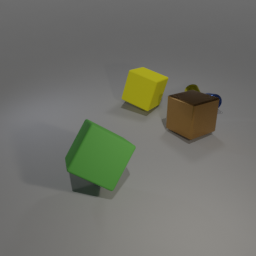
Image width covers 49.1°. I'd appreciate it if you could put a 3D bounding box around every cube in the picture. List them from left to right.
[{"bbox_3d":[-0.847,0.724,8.038,1.400,1.400,1.400,28,0,-17],"label":"cube"},{"bbox_3d":[0.770,-1.793,12.640,1.400,1.400,1.400,27,27,19],"label":"cube"},{"bbox_3d":[2.490,-0.562,10.938,1.400,1.400,1.400,-16,29,-32],"label":"cube"}]

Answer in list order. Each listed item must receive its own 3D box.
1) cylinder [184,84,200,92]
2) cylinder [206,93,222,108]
[{"bbox_3d":[3.132,-1.617,13.425,0.700,0.700,0.700,-4,47,-6],"label":"cylinder"},{"bbox_3d":[3.794,-1.228,12.772,0.700,0.700,0.700,-6,13,-10],"label":"cylinder"}]
